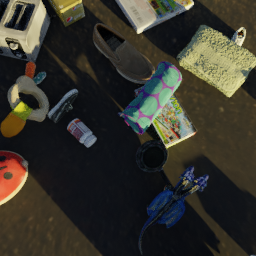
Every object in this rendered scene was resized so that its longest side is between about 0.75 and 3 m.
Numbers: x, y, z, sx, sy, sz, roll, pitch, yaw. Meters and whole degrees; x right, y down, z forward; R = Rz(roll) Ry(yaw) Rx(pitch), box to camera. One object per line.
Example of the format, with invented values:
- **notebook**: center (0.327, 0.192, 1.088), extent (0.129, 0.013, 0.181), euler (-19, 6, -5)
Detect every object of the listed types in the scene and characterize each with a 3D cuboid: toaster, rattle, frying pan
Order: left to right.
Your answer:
- **toaster**: center (-3.982, -3.674, 9.923), extent (2.014, 1.322, 2.227), euler (14, 74, 3)
- **rattle**: center (-3.583, -0.983, 9.655), extent (1.444, 1.584, 2.218), euler (3, 53, -32)
- **frying pan**: center (1.029, 1.069, 8.805), extent (1.776, 0.289, 1.074), euler (34, 85, 31)

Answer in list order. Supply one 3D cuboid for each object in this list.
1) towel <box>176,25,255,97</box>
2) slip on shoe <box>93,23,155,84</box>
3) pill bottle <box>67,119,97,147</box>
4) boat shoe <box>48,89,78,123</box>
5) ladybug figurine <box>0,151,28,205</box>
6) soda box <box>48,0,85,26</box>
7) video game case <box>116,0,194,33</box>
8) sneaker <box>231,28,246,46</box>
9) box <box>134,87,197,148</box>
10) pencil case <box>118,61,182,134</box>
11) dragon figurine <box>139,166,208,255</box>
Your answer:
- **towel**: center (3.133, -2.417, 9.860), extent (2.415, 0.441, 1.792), euler (37, 87, 9)
- **slip on shoe**: center (-0.167, -2.659, 9.870), extent (1.057, 0.842, 2.781), euler (-41, 78, -11)
- **pill bottle**: center (-1.505, 0.169, 9.190), extent (0.936, 0.513, 0.513), euler (43, 78, 12)
- **boat shoe**: center (-2.117, -0.738, 9.537), extent (0.425, 0.472, 1.336), euler (41, 86, 11)
- **ladybug figurine**: center (-4.331, 1.569, 8.599), extent (2.532, 0.911, 1.718), euler (-28, 76, -8)
- **soda box**: center (-2.741, -5.286, 10.582), extent (0.896, 0.948, 2.799), euler (-33, 76, -9)
- **video game case**: center (0.778, -5.266, 10.922), extent (2.489, 0.313, 2.735), euler (-28, 75, -8)
- **sneaker**: center (3.934, -3.106, 10.197), extent (0.453, 0.478, 1.184), euler (21, 76, 4)
- **box**: center (1.234, -0.537, 9.491), extent (1.222, 0.385, 2.220), euler (-26, 75, -7)
- **pencil case**: center (0.740, -0.990, 8.964), extent (2.319, 0.987, 1.072), euler (-52, 36, -10)
- **dragon figurine**: center (1.114, 2.297, 8.110), extent (0.856, 1.446, 2.909), euler (43, 78, 11)
